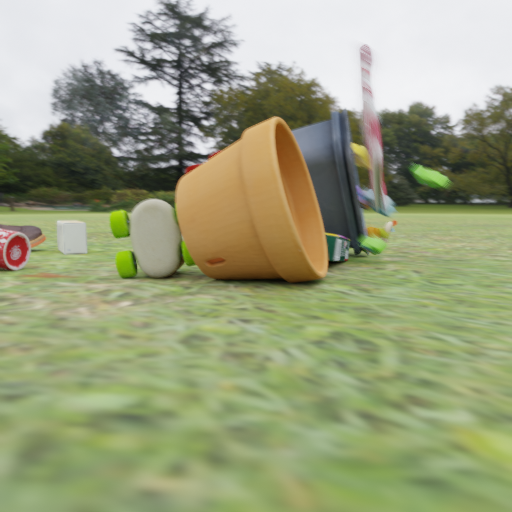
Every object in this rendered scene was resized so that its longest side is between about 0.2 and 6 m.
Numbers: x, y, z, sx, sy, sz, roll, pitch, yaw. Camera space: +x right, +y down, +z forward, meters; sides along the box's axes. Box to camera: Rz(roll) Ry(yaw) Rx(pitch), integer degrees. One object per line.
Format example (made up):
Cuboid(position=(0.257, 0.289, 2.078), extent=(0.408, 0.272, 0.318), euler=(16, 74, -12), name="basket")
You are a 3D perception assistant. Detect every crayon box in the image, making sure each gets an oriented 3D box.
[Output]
Cuboid(position=(0.767, -0.180, 8.762), extent=(1.202, 0.406, 1.393), euler=(8, 2, 17), name="crayon box")

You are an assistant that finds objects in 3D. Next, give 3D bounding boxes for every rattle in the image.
Cuboid(position=(2.635, -0.564, 11.829), extent=(0.537, 0.490, 0.752), euler=(2, 38, 26), name="rattle")

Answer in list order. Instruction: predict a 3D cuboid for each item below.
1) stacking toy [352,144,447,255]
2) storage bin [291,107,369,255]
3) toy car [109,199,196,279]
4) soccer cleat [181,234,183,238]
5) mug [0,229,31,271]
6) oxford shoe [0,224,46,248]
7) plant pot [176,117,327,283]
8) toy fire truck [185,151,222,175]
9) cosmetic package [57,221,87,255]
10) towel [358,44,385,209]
Cuboid(position=(1.867, -1.043, 9.684), extent=(0.531, 1.705, 2.262), euler=(47, -9, -37), name="stacking toy")
Cuboid(position=(0.991, -1.232, 9.956), extent=(1.642, 2.444, 1.779), euler=(-8, 39, 12), name="storage bin")
Cuboid(position=(-1.256, -0.170, 7.604), extent=(1.056, 1.014, 1.285), euler=(-10, -6, 1), name="toy car")
Cuboid(position=(-0.604, -0.609, 10.841), extent=(1.060, 0.946, 2.732), euler=(-34, 21, -30), name="soccer cleat")
Cuboid(position=(-3.884, -0.015, 8.044), extent=(1.024, 0.909, 0.683), euler=(6, -29, 17), name="mug")
Cuboid(position=(-5.121, -0.499, 10.353), extent=(0.946, 0.964, 2.658), euler=(4, 7, 35), name="oxford shoe")
Cuboid(position=(-0.063, -0.518, 6.897), extent=(1.388, 1.982, 1.982), euler=(-16, 1, 17), name="plant pot")
Cuboid(position=(-0.652, -1.316, 10.772), extent=(1.408, 0.790, 1.182), euler=(-22, -24, 28), name="toy fire truck")
Cuboid(position=(-3.620, -0.375, 10.971), extent=(0.422, 0.624, 1.187), euler=(-3, 8, -25), name="cosmetic package")
Cuboid(position=(1.787, -1.939, 8.557), extent=(0.235, 2.064, 1.487), euler=(-6, -26, 11), name="towel")
